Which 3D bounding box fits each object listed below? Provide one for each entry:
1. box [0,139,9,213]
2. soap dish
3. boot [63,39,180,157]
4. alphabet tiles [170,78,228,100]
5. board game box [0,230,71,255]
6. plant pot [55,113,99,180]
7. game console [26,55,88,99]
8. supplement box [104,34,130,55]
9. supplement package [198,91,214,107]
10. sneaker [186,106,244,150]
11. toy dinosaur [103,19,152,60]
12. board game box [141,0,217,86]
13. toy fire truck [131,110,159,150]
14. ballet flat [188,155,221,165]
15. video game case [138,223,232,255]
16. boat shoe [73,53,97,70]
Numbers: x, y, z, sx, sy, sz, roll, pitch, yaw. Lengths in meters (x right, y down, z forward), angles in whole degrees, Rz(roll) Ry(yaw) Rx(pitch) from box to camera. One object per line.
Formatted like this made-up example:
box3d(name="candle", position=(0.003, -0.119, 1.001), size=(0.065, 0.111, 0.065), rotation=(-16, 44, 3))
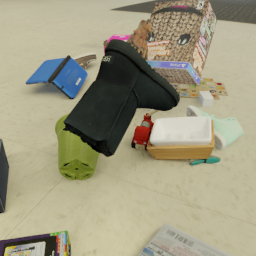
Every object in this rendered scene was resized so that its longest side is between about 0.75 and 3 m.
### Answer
box3d(name="box", position=(-4.501, 1.450, 7.795), size=(1.994, 1.239, 2.010), rotation=(-9, 35, -13))
box3d(name="soap dish", position=(1.824, 0.343, 9.497), size=(2.114, 0.858, 1.663), rotation=(-3, 31, 17))
box3d(name="boot", position=(-0.045, -0.332, 5.815), size=(0.916, 2.399, 2.015), rotation=(20, 80, 43))
box3d(name="alphabet tiles", position=(3.494, -2.051, 14.083), size=(2.783, 0.088, 2.316), rotation=(4, 34, 6))
box3d(name="board game box", position=(-2.139, 3.329, 5.524), size=(1.943, 0.667, 2.351), rotation=(-6, 34, -6))
box3d(name="plant pot", position=(-1.546, 0.698, 8.834), size=(1.743, 1.743, 1.655), rotation=(-1, 47, -1))
box3d(name="game console", position=(-3.411, -2.438, 13.786), size=(1.411, 2.035, 2.385), rotation=(-31, 27, 35))
box3d(name="supplement box", position=(-0.146, -2.551, 12.390), size=(1.411, 2.788, 1.441), rotation=(9, 35, 13))
box3d(name="supplement package", position=(3.502, -1.312, 12.647), size=(0.460, 0.454, 0.758), rotation=(-1, 34, -2))
box3d(name="sneaker", position=(3.276, -0.195, 10.617), size=(1.329, 0.829, 2.253), rotation=(-21, 49, -20))
box3d(name="toy dinosaur", position=(0.229, -2.242, 9.182), size=(1.024, 2.386, 1.617), rotation=(-38, 42, -24))
box3d(name="board game box", position=(1.748, -3.095, 10.235), size=(2.136, 1.298, 2.680), rotation=(11, 79, 34))
box3d(name="toy fire truck", position=(0.708, -0.071, 9.890), size=(0.930, 1.446, 1.273), rotation=(9, 34, 15))
box3d(name="ballet flat", position=(2.517, 0.993, 9.257), size=(1.069, 0.360, 0.340), rotation=(-6, 47, -6))
box3d(name="video game case", position=(1.240, 3.172, 5.744), size=(2.380, 0.262, 2.169), rotation=(17, 32, 33))
box3d(name="boat shoe", position=(-2.888, -3.477, 15.502), size=(2.987, 0.889, 1.073), rotation=(-29, 15, -38))
